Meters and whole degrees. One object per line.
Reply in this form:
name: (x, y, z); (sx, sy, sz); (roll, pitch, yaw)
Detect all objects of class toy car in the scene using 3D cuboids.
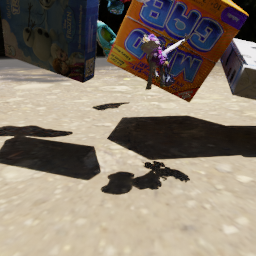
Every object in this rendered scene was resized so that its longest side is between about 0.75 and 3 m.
toy car: (0.154, -2.751, 5.358); (1.039, 0.958, 0.919); (15, -5, 13)

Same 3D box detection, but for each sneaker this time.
sneaker: (-0.683, -3.458, 11.832); (0.889, 2.294, 0.914); (-46, 31, -5)

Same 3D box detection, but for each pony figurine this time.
pony figurine: (0.653, -1.451, 5.854); (1.011, 1.214, 1.172); (-11, 7, -25)

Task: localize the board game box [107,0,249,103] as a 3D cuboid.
board game box: (1.350, -2.971, 8.390); (2.718, 2.719, 2.721); (26, 32, -6)

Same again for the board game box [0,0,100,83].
board game box: (-1.972, -2.738, 6.800); (2.635, 2.648, 0.574); (22, 35, 20)

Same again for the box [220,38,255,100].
box: (3.558, -1.663, 7.826); (1.523, 0.785, 2.611); (13, 34, 3)
